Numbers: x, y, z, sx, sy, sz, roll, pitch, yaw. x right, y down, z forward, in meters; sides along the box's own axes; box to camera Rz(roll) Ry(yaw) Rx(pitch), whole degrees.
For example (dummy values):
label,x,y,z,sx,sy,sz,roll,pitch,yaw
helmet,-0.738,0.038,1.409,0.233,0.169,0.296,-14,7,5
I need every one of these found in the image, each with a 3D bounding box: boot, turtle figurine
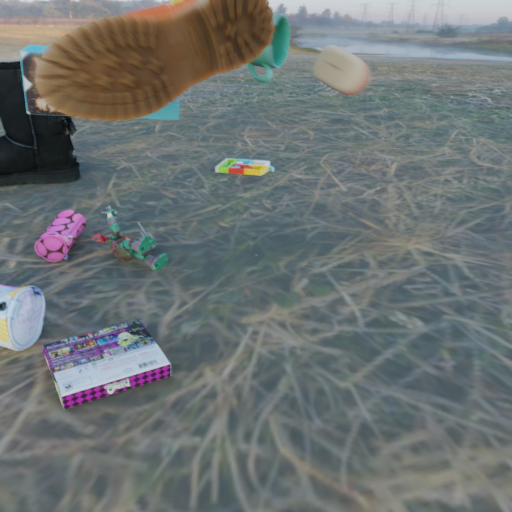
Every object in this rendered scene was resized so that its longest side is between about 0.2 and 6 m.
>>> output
label,x,y,z,sx,sy,sz,roll,pitch,yaw
boot,-0.996,-1.814,5.022,2.122,0.796,1.138,-27,33,-24
turtle figurine,-2.150,-0.245,9.572,1.434,0.722,1.074,27,-5,42
boot,-5.868,-3.149,13.310,3.444,2.822,1.275,-4,24,-8

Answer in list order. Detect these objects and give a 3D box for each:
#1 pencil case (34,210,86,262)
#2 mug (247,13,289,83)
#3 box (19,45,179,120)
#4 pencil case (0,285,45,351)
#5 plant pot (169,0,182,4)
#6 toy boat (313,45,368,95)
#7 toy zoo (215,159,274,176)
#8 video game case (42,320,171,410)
label,x,y,z,sx,sy,sz,roll,pitch,yaw
pencil case,-3.427,-0.386,9.966,0.616,0.596,1.314,-40,22,16
mug,0.091,-3.918,10.341,0.704,0.935,1.138,14,63,21
box,-1.682,-1.908,6.195,1.648,0.678,0.405,0,28,-7
pencil case,-3.777,0.703,7.233,1.996,0.830,0.906,5,-7,13
plant pot,-1.230,-3.905,9.653,0.947,0.891,0.947,2,-14,0
toy boat,1.720,-3.585,10.952,1.112,0.726,0.727,41,23,28
toy zoo,-0.238,-2.345,14.765,1.458,0.149,0.956,6,25,15
video game case,-1.821,1.263,6.774,1.271,0.228,1.152,-13,28,-27
